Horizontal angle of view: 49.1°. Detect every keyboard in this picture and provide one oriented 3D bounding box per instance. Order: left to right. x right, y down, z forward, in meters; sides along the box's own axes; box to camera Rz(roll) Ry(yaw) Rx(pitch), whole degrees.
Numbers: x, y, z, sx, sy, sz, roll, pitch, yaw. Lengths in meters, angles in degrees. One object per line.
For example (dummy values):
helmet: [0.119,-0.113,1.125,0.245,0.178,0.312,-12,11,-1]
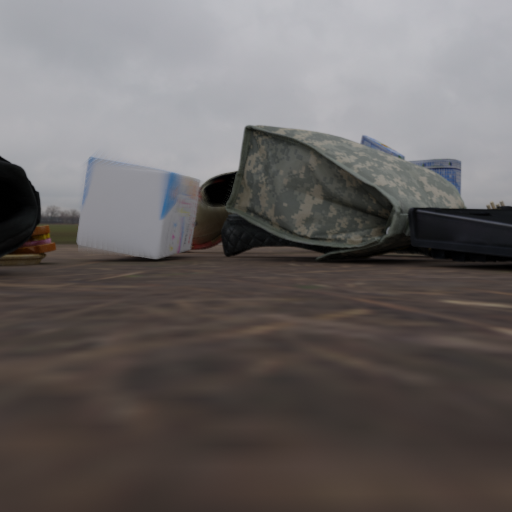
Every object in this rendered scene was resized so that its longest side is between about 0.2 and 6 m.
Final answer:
keyboard: [3.438,-0.176,5.621,4.011,0.515,2.409,0,11,-25]

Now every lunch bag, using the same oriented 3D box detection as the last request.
lunch bag: [1.127,-0.654,6.635,2.259,1.328,1.853,27,22,36]

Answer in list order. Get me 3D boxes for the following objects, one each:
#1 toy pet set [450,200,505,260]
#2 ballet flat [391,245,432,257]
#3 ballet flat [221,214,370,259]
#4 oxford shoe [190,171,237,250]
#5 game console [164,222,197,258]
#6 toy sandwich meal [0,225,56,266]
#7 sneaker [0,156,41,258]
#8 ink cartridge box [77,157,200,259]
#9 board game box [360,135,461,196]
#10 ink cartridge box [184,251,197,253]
toy pet set: [2.663,-0.156,6.936,1.147,0.609,1.071,-33,16,-18]
ballet flat: [2.153,-0.218,8.886,0.875,0.748,2.633,43,-16,-22]
ballet flat: [0.597,-0.198,8.115,2.356,0.669,0.783,8,12,24]
oxford shoe: [-0.888,-1.070,11.351,3.556,1.253,1.330,-19,-33,38]
game console: [-1.401,-0.314,8.198,0.910,0.627,1.056,16,-1,-9]
toy sandwich meal: [-2.607,-0.111,5.562,1.182,0.405,1.182,0,1,0]
sneaker: [-2.538,-0.369,3.084,1.503,1.037,2.702,-9,-11,34]
ink cartridge box: [-1.364,-0.591,6.985,0.993,1.019,1.585,10,7,8]
board game box: [3.437,-1.553,13.719,2.879,2.877,0.888,0,1,35]
ink cartridge box: [-1.886,-0.206,11.724,1.065,0.304,0.866,-4,-4,22]
